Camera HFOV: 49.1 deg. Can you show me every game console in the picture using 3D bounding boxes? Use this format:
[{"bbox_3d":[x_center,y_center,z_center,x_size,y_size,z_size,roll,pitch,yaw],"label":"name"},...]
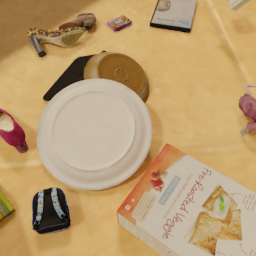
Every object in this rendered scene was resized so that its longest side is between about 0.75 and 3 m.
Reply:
[{"bbox_3d":[-1.171,-1.259,8.493,1.830,1.211,2.080,37,59,-11],"label":"game console"}]

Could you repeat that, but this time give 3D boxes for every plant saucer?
[{"bbox_3d":[-0.230,-1.448,8.044,2.040,0.361,2.040,9,64,-19],"label":"plant saucer"}]

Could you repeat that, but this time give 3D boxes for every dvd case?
[{"bbox_3d":[1.776,-4.463,10.773,1.519,0.187,2.129,12,56,8],"label":"dvd case"}]

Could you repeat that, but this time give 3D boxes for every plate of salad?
[{"bbox_3d":[-0.842,0.116,7.094,2.904,0.697,2.904,-1,72,3],"label":"plate of salad"}]

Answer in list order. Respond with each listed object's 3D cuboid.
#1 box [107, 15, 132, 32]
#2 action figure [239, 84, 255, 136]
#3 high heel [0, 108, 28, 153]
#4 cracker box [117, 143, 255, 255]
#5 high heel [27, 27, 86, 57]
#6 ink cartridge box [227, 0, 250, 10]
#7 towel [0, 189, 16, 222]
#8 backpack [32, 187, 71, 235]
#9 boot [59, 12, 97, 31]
[{"bbox_3d":[-0.319,-3.873,10.372,0.784,0.153,0.536,-33,61,-21],"label":"box"},{"bbox_3d":[3.556,-0.253,7.271,1.041,1.157,1.554,0,41,-7],"label":"action figure"},{"bbox_3d":[-3.320,-0.193,7.264,0.674,0.959,2.000,-33,61,-21],"label":"high heel"},{"bbox_3d":[1.532,1.902,5.834,2.984,0.861,1.999,30,60,19],"label":"cracker box"},{"bbox_3d":[-2.506,-3.345,9.647,1.892,0.676,1.349,-28,65,-8],"label":"high heel"},{"bbox_3d":[3.465,-4.276,8.886,0.343,0.607,0.827,-8,77,-38],"label":"ink cartridge box"},{"bbox_3d":[-3.689,2.228,6.041,2.330,0.210,1.003,-39,60,-24],"label":"towel"},{"bbox_3d":[-1.676,1.778,6.092,0.799,0.589,0.875,-13,56,-9],"label":"backpack"},{"bbox_3d":[-1.811,-3.869,10.244,1.322,0.464,0.966,-1,48,-2],"label":"boot"}]
